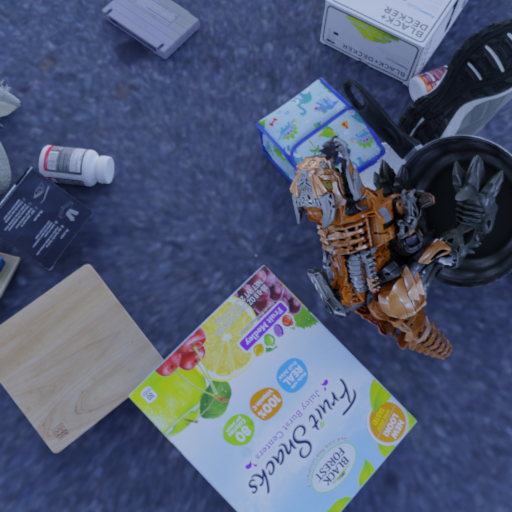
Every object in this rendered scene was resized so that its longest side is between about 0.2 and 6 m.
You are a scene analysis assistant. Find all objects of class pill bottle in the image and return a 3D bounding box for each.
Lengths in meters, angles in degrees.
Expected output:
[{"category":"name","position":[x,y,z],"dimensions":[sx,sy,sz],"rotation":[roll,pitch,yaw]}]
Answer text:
[{"category":"pill bottle","position":[3.175,-3.006,9.754],"dimensions":[0.907,0.497,0.497],"rotation":[-22,71,-8]},{"category":"pill bottle","position":[-2.898,-1.446,9.100],"dimensions":[1.069,0.592,0.592],"rotation":[7,69,3]}]

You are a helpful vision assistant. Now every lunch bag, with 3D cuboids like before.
[{"category":"lunch bag","position":[1.010,-1.778,8.894],"dimensions":[1.392,1.043,1.637],"rotation":[-36,67,-5]}]

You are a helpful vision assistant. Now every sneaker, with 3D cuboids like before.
[{"category":"sneaker","position":[3.208,-2.402,8.189],"dimensions":[1.049,2.647,0.978],"rotation":[-8,66,-38]}]

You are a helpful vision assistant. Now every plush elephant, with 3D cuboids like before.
[{"category":"plush elephant","position":[-4.925,-2.023,8.343],"dimensions":[2.560,2.406,3.108],"rotation":[21,70,8]}]

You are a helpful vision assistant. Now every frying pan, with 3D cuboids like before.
[{"category":"frying pan","position":[2.378,-0.962,8.110],"dimensions":[0.564,2.095,3.463],"rotation":[-14,42,-42]}]

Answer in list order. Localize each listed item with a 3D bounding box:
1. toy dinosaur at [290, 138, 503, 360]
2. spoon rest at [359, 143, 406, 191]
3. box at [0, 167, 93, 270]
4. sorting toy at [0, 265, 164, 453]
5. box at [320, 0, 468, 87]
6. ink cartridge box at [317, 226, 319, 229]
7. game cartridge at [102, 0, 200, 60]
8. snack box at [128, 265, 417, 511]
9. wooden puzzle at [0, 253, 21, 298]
[{"category":"toy dinosaur","position":[1.701,-0.007,7.247],"dimensions":[1.878,3.676,2.495],"rotation":[25,63,33]},{"category":"spoon rest","position":[2.658,-0.916,8.799],"dimensions":[2.480,0.752,1.232],"rotation":[40,68,13]},{"category":"box","position":[-3.249,-0.560,8.375],"dimensions":[1.108,0.651,1.090],"rotation":[39,79,-25]},{"category":"sorting toy","position":[-2.517,1.394,7.823],"dimensions":[1.824,0.635,1.813],"rotation":[-38,88,-12]},{"category":"box","position":[2.852,-4.943,10.217],"dimensions":[1.956,1.008,3.353],"rotation":[32,73,12]},{"category":"ink cartridge box","position":[1.371,-0.538,8.604],"dimensions":[0.323,0.753,0.551],"rotation":[30,99,48]},{"category":"game cartridge","position":[-1.942,-4.409,10.423],"dimensions":[1.584,0.304,1.027],"rotation":[37,69,13]},{"category":"snack box","position":[0.205,1.985,7.331],"dimensions":[2.862,0.968,2.413],"rotation":[45,75,2]},{"category":"wooden puzzle","position":[-4.422,0.350,8.470],"dimensions":[1.306,0.302,1.210],"rotation":[12,60,6]}]
